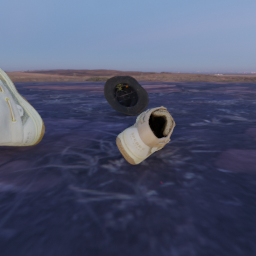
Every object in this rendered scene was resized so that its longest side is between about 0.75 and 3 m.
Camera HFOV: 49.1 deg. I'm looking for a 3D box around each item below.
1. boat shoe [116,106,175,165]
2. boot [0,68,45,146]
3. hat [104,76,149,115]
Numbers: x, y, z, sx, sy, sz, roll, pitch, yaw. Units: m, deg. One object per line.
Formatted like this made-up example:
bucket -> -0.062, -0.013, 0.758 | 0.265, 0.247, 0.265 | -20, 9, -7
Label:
boat shoe -> 0.583, 0.004, 5.511 | 0.750, 0.828, 2.323 | -37, 2, 26
boot -> -3.245, -0.546, 5.539 | 2.750, 0.991, 2.126 | 43, 22, 13
hat -> -0.141, -1.140, 10.932 | 1.833, 1.833, 0.739 | -4, -26, -19
